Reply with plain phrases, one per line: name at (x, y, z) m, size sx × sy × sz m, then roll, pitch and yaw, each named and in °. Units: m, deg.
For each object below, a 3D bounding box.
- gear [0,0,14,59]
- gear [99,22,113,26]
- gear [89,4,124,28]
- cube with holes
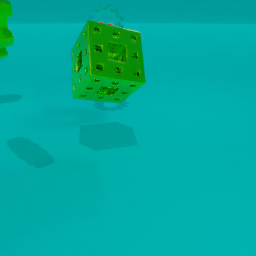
gear at (-2.293, -1.875, 4.052) m, size 1.793 × 1.793 × 0.332 m, roll 20°, pitch 38°, yaw 39°
gear at (-0.519, -2.585, 8.479) m, size 1.431 × 0.265 × 1.431 m, roll 18°, pitch 51°, yaw -24°
gear at (-0.871, -4.215, 11.304) m, size 1.413 × 1.413 × 0.261 m, roll 3°, pitch 25°, yaw 8°
cube with holes at (-0.475, -1.340, 6.039) m, size 1.190 × 1.190 × 1.190 m, roll 4°, pitch -18°, yaw -27°
